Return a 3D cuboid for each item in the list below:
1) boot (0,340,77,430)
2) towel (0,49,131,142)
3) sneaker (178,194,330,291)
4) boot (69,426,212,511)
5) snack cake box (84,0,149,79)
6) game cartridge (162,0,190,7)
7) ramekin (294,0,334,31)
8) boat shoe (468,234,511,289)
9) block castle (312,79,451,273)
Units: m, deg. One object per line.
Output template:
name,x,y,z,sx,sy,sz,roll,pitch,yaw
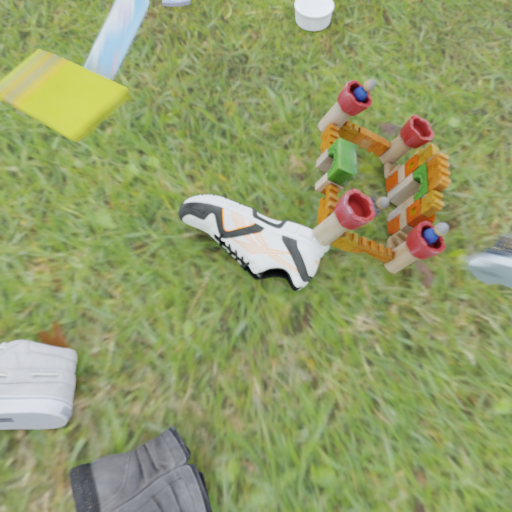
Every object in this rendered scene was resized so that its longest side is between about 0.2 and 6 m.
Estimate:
boot,-4.366,2.082,9.186,2.784,1.024,1.330,4,52,-8
towel,-2.680,-2.182,7.545,2.306,0.208,0.992,31,73,35
sneaker,-0.180,-0.268,10.426,2.934,1.081,1.174,20,80,12
boot,-1.442,3.975,7.967,1.861,0.987,2.827,-16,64,-15
snack cake box,-2.508,-3.888,9.959,0.497,0.851,1.480,26,83,-23
game cartridge,-2.156,-6.924,15.095,0.755,0.153,0.503,-6,62,-4
ramekin,1.481,-6.284,14.488,1.010,0.492,1.010,0,58,0
boat shoe,3.522,0.021,7.746,0.703,1.548,0.548,-44,92,1
block castle,2.368,-1.530,10.426,2.231,1.567,3.339,21,54,-21
